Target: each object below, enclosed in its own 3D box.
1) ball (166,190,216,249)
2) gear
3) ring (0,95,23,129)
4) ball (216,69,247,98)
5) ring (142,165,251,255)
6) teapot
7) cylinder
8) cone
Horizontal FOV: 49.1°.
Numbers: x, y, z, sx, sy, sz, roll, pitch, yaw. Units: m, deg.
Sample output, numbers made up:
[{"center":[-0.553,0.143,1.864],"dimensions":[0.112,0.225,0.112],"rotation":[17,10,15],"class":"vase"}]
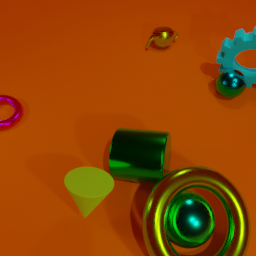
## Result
[{"center":[1.101,1.701,5.253],"dimensions":[1.037,1.037,1.037],"rotation":[0,52,0],"class":"ball"},{"center":[3.345,-1.843,7.515],"dimensions":[1.805,1.805,0.334],"rotation":[15,59,12],"class":"gear"},{"center":[-3.349,-0.433,7.348],"dimensions":[1.129,0.226,1.129],"rotation":[6,52,-8],"class":"ring"},{"center":[2.831,-1.224,7.702],"dimensions":[0.802,0.802,0.802],"rotation":[0,52,0],"class":"ball"},{"center":[1.256,1.712,5.012],"dimensions":[2.079,0.416,2.079],"rotation":[3,77,-14],"class":"ring"},{"center":[1.102,-2.931,9.159],"dimensions":[1.251,0.612,0.778],"rotation":[-19,40,-16],"class":"teapot"},{"center":[0.289,0.585,5.952],"dimensions":[1.119,1.119,1.119],"rotation":[5,51,16],"class":"cylinder"},{"center":[-0.791,1.393,5.409],"dimensions":[0.924,0.928,0.924],"rotation":[9,25,-4],"class":"cone"}]
